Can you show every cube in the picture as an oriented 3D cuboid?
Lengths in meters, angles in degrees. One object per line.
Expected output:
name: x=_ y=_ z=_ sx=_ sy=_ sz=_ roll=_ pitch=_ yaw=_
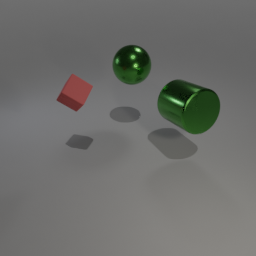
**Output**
cube: x=-1.568 y=-1.020 z=8.215 sx=0.700 sy=0.700 sz=0.700 roll=30 pitch=64 yaw=-17

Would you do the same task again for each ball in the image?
ball: x=0.138 y=-2.251 z=10.024 sx=1.400 sy=1.400 sz=1.400 roll=0 pitch=30 yaw=0

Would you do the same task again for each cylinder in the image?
cylinder: x=1.847 y=-0.683 z=8.664 sx=1.400 sy=1.400 sz=1.400 roll=-14 pitch=26 yaw=-22
